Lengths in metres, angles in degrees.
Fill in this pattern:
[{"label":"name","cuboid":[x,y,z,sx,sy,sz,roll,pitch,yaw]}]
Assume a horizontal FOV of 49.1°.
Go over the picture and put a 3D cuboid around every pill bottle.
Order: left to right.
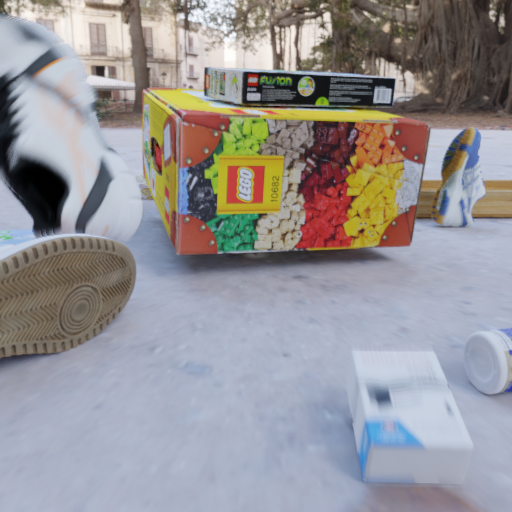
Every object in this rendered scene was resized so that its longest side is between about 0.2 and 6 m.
[{"label":"pill bottle","cuboid":[2.156,0.816,4.499,0.824,0.493,0.493,-4,16,-14]}]

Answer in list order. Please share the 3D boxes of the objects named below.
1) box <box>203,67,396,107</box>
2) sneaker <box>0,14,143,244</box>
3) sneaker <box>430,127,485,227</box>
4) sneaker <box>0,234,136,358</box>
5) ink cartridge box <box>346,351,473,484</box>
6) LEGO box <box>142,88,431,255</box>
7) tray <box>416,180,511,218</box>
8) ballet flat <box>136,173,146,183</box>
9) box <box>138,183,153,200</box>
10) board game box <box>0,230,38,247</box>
[{"label":"box","cuboid":[0.640,-2.533,8.418,2.553,0.443,1.405,-7,22,-26]},{"label":"sneaker","cuboid":[-2.333,-1.420,6.006,1.095,2.970,1.188,-36,-9,27]},{"label":"sneaker","cuboid":[3.749,-1.379,10.037,0.783,1.776,0.668,11,16,-9]},{"label":"sneaker","cuboid":[-2.720,0.356,5.005,1.769,1.120,3.145,14,21,34]},{"label":"ink cartridge box","cuboid":[0.947,1.011,3.634,0.607,0.354,0.840,1,30,0]},{"label":"LEGO box","cuboid":[0.041,-1.604,9.021,3.361,1.741,4.513,-2,20,-15]},{"label":"tray","cuboid":[4.379,-1.186,11.525,3.225,0.597,1.590,-1,16,0]},{"label":"ballet flat","cuboid":[-2.130,-1.791,13.707,1.750,0.628,0.628,-1,16,-6]},{"label":"box","cuboid":[-2.157,-1.486,12.989,1.758,0.364,0.340,5,17,15]},{"label":"board game box","cuboid":[-3.823,0.146,6.992,1.809,0.438,2.392,-3,15,-8]}]
